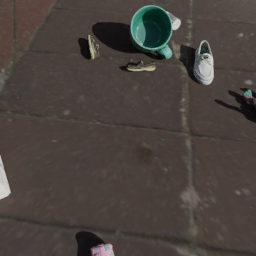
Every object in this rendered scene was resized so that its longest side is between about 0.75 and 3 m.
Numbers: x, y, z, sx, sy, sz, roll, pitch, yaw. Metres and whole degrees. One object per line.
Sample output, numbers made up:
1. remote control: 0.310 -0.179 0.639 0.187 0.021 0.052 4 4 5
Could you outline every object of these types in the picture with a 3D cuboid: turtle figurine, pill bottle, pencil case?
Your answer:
1. turtle figurine: 4.521 -0.658 8.972 1.297 0.872 1.733 2 36 -17
2. pill bottle: 1.829 -4.655 12.107 0.482 0.482 0.853 -27 58 -18
3. pencil case: -0.511 3.305 6.281 0.564 0.564 1.290 -8 54 -6

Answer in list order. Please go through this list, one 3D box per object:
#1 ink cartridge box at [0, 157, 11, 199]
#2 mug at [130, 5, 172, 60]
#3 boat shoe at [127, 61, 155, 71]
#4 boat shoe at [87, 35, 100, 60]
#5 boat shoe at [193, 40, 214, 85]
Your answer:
1. ink cartridge box: -4.138 1.215 7.682 1.278 0.722 1.744 -23 57 -16
2. mug: 0.846 -3.563 10.801 1.566 1.179 1.906 -3 97 -3
3. boat shoe: 0.489 -2.336 10.445 1.080 0.350 0.395 -4 30 -10
4. boat shoe: -1.366 -3.196 11.104 0.414 0.451 1.261 -3 54 -14
5. boat shoe: 2.798 -2.492 10.429 0.708 0.643 1.926 0 54 0
